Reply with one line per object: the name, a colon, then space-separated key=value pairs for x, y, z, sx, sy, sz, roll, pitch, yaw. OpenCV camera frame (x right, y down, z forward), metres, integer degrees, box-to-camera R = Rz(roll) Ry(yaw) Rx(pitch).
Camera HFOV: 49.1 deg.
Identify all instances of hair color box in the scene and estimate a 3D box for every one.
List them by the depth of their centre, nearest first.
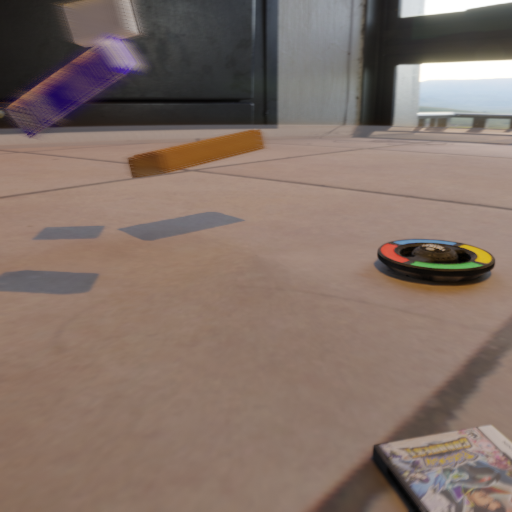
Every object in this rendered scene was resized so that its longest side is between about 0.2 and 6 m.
hair color box: x=-2.589 y=-2.415 z=7.925 sx=1.699 sy=0.551 sz=0.929 roll=-30 pitch=25 yaw=13

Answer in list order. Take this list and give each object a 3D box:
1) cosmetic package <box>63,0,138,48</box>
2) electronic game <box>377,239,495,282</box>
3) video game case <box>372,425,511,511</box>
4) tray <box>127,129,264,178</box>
cosmetic package: x=-2.909 y=-4.449 z=10.613 sx=1.124 sy=0.691 sz=1.120 roll=-13 pitch=17 yaw=-2
electronic game: x=2.951 y=0.011 z=9.270 sx=1.863 sy=0.388 sz=1.863 roll=0 pitch=17 yaw=0
video game case: x=1.584 y=1.653 z=4.156 sx=1.103 sy=0.141 sz=0.997 roll=-4 pitch=17 yaw=-14
tray: x=-1.244 y=-2.199 z=11.909 sx=2.634 sy=0.488 sz=1.299 roll=-21 pitch=16 yaw=-38
